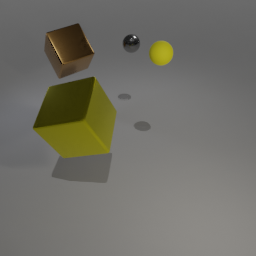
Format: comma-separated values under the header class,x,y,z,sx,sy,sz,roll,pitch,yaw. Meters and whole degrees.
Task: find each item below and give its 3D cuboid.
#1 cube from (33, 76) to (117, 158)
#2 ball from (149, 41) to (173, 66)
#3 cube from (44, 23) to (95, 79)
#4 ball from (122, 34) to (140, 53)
class,x,y,z,sx,sy,sz,roll,pitch,yaw
cube,-1.262,-0.225,7.116,1.400,1.400,1.400,-8,51,21
ball,0.961,-2.176,8.147,0.700,0.700,0.700,0,32,0
cube,-2.380,-3.051,11.212,1.400,1.400,1.400,-27,-3,-23
ball,0.129,-3.309,10.997,0.700,0.700,0.700,0,32,0
